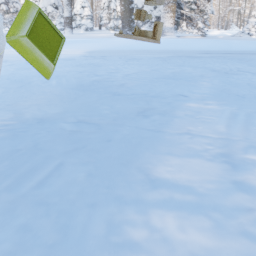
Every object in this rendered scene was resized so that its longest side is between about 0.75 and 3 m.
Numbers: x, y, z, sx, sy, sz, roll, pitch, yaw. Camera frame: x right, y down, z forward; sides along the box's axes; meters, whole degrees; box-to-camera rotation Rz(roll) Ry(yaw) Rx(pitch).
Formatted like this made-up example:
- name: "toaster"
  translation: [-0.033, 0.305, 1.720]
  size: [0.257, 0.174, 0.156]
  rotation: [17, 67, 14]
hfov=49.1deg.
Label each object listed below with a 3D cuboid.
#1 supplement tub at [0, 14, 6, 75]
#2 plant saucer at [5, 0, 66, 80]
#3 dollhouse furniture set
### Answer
- name: "supplement tub"
  translation: [-2.911, -1.338, 5.056]
  size: [1.206, 1.664, 1.206]
  rotation: [18, 40, -16]
- name: "plant saucer"
  translation: [-3.106, -3.233, 10.166]
  size: [0.518, 2.165, 2.162]
  rotation: [-8, 55, 29]
- name: "dollhouse furniture set"
  translation: [0.306, -3.936, 9.469]
  size: [1.456, 1.787, 1.700]
  rotation: [3, 21, -16]
